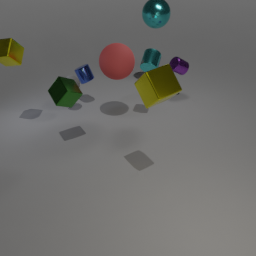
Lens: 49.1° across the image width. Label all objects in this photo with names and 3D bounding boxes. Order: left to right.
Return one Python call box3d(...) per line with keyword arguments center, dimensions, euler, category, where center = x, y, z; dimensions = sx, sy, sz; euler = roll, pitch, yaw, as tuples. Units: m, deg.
box3d(center=(-4.187, -2.640, 9.815), dimensions=(0.700, 0.700, 0.700), euler=(0, -14, 19), category="cube")
box3d(center=(-2.080, -1.181, 9.284), dimensions=(0.700, 0.700, 0.700), euler=(3, 48, -55), category="cube")
box3d(center=(-2.439, -1.933, 12.175), dimensions=(0.700, 0.700, 0.700), euler=(0, 30, 0), category="ball")
box3d(center=(-2.009, -2.495, 12.919), dimensions=(0.700, 0.700, 0.700), euler=(-21, 23, 9), category="cylinder")
box3d(center=(-0.431, -2.585, 10.908), dimensions=(1.400, 1.400, 1.400), euler=(0, 30, 0), category="ball")
box3d(center=(0.879, -2.588, 10.842), dimensions=(0.700, 0.700, 0.700), euler=(11, 69, 18), category="cylinder")
box3d(center=(1.380, -5.606, 13.705), dimensions=(1.400, 1.400, 1.400), euler=(0, 30, 0), category="ball")
box3d(center=(0.694, -0.971, 6.577), dimensions=(0.700, 0.700, 0.700), euler=(-24, -4, -25), category="cube")
box3d(center=(2.456, -2.991, 13.503), dimensions=(0.700, 0.700, 0.700), euler=(16, 19, -33), category="cylinder")
